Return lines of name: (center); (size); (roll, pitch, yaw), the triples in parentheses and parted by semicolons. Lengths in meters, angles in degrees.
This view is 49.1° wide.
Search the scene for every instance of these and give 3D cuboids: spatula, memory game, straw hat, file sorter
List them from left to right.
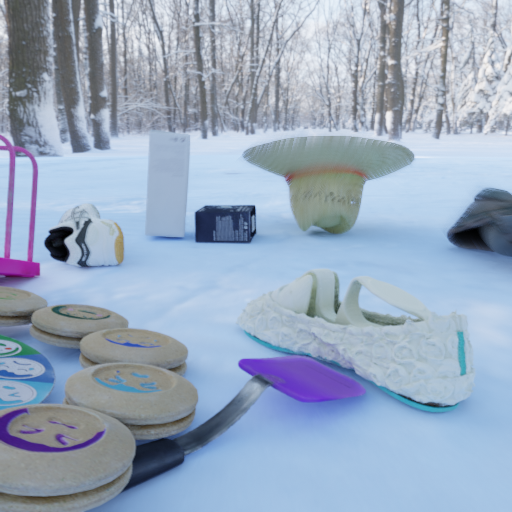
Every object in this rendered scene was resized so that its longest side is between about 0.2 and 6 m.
memory game: (-2.331, 0.579, 3.348); (4.046, 0.258, 4.046); (9, 6, -1)
file sorter: (-3.674, -0.664, 5.775); (1.906, 1.720, 2.743); (0, -4, 0)
spatula: (-0.297, 0.975, 3.210); (2.525, 0.259, 0.714); (-14, 23, -42)
straw hat: (1.207, -1.074, 9.848); (3.159, 1.337, 3.159); (2, -3, 0)

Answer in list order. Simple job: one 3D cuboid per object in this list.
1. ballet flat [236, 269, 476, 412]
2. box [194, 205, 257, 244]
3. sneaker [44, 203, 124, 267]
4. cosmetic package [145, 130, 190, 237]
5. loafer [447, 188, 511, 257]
ballet flat: (0.704, 0.482, 4.415); (0.816, 0.816, 2.274); (-10, 15, -38)
box: (-0.506, -0.556, 9.588); (0.939, 0.551, 0.924); (0, 12, 6)
sneaker: (-2.634, -0.317, 8.014); (0.879, 0.758, 2.004); (-9, 14, -33)
cosmetic package: (-1.530, -1.226, 9.698); (0.707, 1.743, 0.984); (4, 5, -8)
loafer: (3.428, -0.269, 7.465); (0.952, 1.088, 3.028); (-39, 4, 7)
